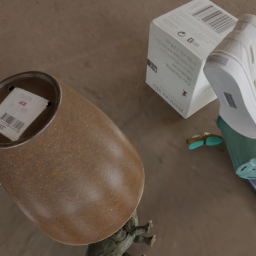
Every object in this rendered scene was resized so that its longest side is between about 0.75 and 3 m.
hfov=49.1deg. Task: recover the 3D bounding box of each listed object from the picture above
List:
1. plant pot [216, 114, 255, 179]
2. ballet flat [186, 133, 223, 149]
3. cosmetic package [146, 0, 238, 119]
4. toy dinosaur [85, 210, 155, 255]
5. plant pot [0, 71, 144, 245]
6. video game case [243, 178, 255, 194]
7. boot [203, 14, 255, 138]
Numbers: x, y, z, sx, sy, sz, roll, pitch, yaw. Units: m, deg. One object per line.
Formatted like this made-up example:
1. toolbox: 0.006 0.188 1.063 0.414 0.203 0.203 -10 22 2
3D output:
1. plant pot: 3.064 0.341 6.821 1.529 1.529 1.497 0 56 0
2. ballet flat: 2.039 0.312 7.619 1.013 0.343 0.366 -14 38 -4
3. cosmetic package: 1.840 -1.928 7.876 1.902 2.305 1.900 -32 62 -20
4. toy dinosaur: -0.276 2.405 5.934 1.363 1.026 2.666 13 61 26
5. plant pot: -0.839 0.302 3.393 1.802 1.928 1.802 -6 58 10
6. video game case: 4.009 1.314 6.994 1.889 0.179 1.349 -22 59 -15
7. boot: 2.255 -0.823 5.160 0.926 2.518 1.203 31 81 39
